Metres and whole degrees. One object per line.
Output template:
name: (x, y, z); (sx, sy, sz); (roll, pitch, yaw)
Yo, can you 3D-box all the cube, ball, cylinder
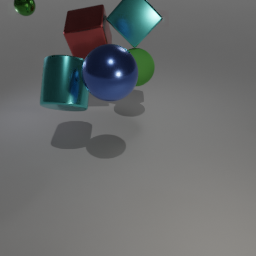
cube: (-1.425, -3.450, 10.347); (1.400, 1.400, 1.400); (-7, 53, 7)
ball: (-3.486, -4.154, 9.459); (0.700, 0.700, 0.700); (0, 29, 0)
ball: (0.292, -2.257, 10.438); (1.400, 1.400, 1.400); (0, 29, 0)
ball: (-0.443, -1.357, 6.946); (1.400, 1.400, 1.400); (0, 29, 0)
cube: (0.217, -4.001, 10.123); (1.400, 1.400, 1.400); (41, 19, -18)
cylinder: (-1.849, -1.285, 8.359); (1.400, 1.400, 1.400); (4, -5, 0)
